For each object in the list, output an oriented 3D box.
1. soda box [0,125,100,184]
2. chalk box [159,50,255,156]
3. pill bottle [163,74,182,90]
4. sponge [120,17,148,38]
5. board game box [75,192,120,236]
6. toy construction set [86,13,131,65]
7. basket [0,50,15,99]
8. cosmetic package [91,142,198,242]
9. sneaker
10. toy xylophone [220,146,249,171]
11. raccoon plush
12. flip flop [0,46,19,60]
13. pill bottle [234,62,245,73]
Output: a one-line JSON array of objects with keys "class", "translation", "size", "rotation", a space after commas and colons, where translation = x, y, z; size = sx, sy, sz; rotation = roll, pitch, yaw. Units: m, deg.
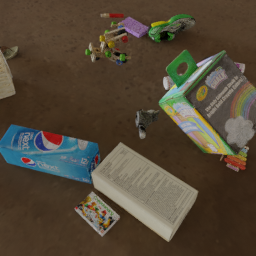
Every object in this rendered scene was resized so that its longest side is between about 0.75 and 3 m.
[{"class": "soda box", "translation": [-2.328, 0.770, 8.458], "size": [2.831, 0.960, 0.908], "rotation": [11, 53, 9]}, {"class": "chalk box", "translation": [2.226, -0.848, 8.046], "size": [1.800, 1.791, 2.894], "rotation": [-45, 98, -12]}, {"class": "pill bottle", "translation": [1.852, -1.785, 10.727], "size": [0.909, 0.494, 0.494], "rotation": [-11, 53, -9]}, {"class": "sponge", "translation": [0.274, -4.751, 13.185], "size": [1.364, 0.203, 0.761], "rotation": [38, 61, 25]}, {"class": "board game box", "translation": [-0.852, 2.352, 7.733], "size": [1.082, 0.187, 0.683], "rotation": [35, 59, 24]}, {"class": "toy construction set", "translation": [-0.837, -3.294, 10.474], "size": [1.480, 1.606, 1.926], "rotation": [-3, 89, -14]}, {"class": "basket", "translation": [-5.308, -1.713, 10.133], "size": [2.075, 1.407, 1.280], "rotation": [-21, 59, -16]}, {"class": "cosmetic package", "translation": [0.423, 1.701, 7.759], "size": [2.609, 0.954, 1.351], "rotation": [31, 59, 23]}, {"class": "sneaker", "translation": [2.040, -4.383, 12.617], "size": [2.216, 0.865, 0.944], "rotation": [-21, 62, -5]}, {"class": "toy xylophone", "translation": [3.346, 0.908, 8.803], "size": [0.746, 0.256, 1.019], "rotation": [20, 55, 15]}, {"class": "raccoon plush", "translation": [0.691, -0.117, 9.039], "size": [0.790, 0.570, 1.179], "rotation": [1, 62, -11]}, {"class": "flip flop", "translation": [-5.430, -3.217, 11.845], "size": [1.586, 0.456, 0.643], "rotation": [-9, 53, -7]}, {"class": "pill bottle", "translation": [4.178, -2.393, 11.204], "size": [0.850, 0.477, 0.477], "rotation": [13, 54, 10]}]
